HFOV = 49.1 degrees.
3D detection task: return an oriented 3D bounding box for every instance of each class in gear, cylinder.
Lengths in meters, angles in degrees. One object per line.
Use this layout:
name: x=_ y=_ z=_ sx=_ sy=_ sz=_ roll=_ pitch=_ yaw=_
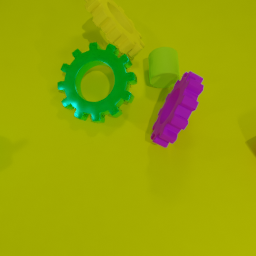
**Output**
gear: x=-0.797 y=-1.156 z=7.188 sx=2.016 sy=0.373 sz=2.016 roll=-2 pitch=83 yaw=14
gear: x=1.097 y=-0.428 z=6.466 sx=0.331 sy=1.789 sz=1.789 roll=27 pitch=65 yaw=-6
cylinder: x=0.964 y=-1.611 z=7.522 sx=0.806 sy=0.806 sz=0.806 roll=-1 pitch=69 yaw=0
gear: x=-0.318 y=-2.737 z=7.290 sx=0.354 sy=1.912 sz=1.912 roll=-35 pitch=63 yaw=25
